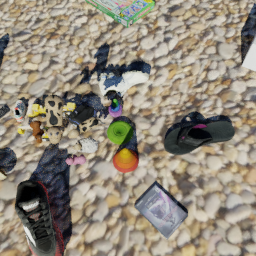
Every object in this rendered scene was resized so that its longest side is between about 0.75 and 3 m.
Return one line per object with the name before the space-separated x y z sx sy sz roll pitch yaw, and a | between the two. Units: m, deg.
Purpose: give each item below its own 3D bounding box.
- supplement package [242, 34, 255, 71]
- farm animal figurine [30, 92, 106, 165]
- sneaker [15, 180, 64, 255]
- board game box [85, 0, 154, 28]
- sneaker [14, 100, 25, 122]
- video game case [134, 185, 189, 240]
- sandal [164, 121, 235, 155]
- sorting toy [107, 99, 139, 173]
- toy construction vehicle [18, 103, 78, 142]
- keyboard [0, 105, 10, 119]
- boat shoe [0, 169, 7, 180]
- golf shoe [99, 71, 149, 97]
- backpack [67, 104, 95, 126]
supplement package | 5.583 -3.350 11.016 1.269 1.265 2.164 25 63 14
farm animal figurine | -1.557 0.098 7.199 1.821 0.916 1.471 33 89 -11
sneaker | -2.504 2.545 7.739 0.921 1.274 2.607 -20 64 -14
board game box | -0.411 -5.837 12.908 2.729 0.397 1.837 38 68 19
sneaker | -3.894 -0.686 10.009 0.324 0.430 0.920 -9 62 -4
video game case | 0.990 2.497 8.414 0.961 0.128 1.346 -41 68 -20
sandal | 2.395 0.193 9.415 2.535 0.607 0.953 -16 62 -8
sorting toy | -0.242 0.118 9.300 0.910 0.904 2.624 -10 62 -5
toy construction vehicle | -2.740 -0.361 9.689 1.771 0.624 1.542 7 62 1
keyboard | -4.745 -0.500 10.097 0.495 0.106 0.824 37 66 18
boat shoe | -4.475 1.352 8.856 1.434 0.517 0.466 23 72 15
golf shoe | -0.129 -1.597 10.485 1.896 0.742 0.922 -6 78 3
backpack | -1.537 -0.386 9.703 0.877 0.676 0.835 30 67 -2
